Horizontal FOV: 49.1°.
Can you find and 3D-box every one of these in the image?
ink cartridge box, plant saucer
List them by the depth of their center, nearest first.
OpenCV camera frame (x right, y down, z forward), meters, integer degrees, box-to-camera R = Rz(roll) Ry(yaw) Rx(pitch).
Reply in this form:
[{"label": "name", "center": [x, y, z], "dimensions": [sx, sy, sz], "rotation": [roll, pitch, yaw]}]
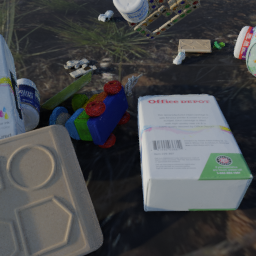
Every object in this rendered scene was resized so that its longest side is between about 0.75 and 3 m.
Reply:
[{"label": "ink cartridge box", "center": [-3.608, -0.453, 6.334], "dimensions": [2.122, 1.206, 2.912], "rotation": [-11, 79, -12]}, {"label": "ink cartridge box", "center": [1.274, 0.435, 6.434], "dimensions": [1.981, 1.193, 2.727], "rotation": [-1, 42, -2]}, {"label": "plant saucer", "center": [-1.750, -1.059, 8.232], "dimensions": [1.809, 0.281, 1.809], "rotation": [-33, 13, 9]}]

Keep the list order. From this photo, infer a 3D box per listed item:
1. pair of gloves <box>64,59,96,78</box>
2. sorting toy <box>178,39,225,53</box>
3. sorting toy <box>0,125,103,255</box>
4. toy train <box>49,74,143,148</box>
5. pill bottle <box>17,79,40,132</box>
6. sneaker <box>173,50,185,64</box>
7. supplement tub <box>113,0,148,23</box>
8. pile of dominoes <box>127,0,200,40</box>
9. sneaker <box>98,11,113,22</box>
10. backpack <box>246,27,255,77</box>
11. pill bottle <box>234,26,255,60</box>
[{"label": "pair of gloves", "center": [-1.790, -2.273, 10.384], "dimensions": [0.976, 0.201, 1.148], "rotation": [-20, 43, -22]}, {"label": "sorting toy", "center": [3.059, -3.340, 11.574], "dimensions": [1.885, 0.277, 1.393], "rotation": [5, 36, 11]}, {"label": "sorting toy", "center": [-2.122, 1.429, 5.175], "dimensions": [2.767, 0.505, 2.562], "rotation": [-16, 73, -21]}, {"label": "toy train", "center": [-0.819, -0.746, 7.971], "dimensions": [1.687, 1.234, 2.915], "rotation": [3, 39, 25]}, {"label": "pill bottle", "center": [-2.996, -0.718, 8.002], "dimensions": [0.915, 0.915, 1.648], "rotation": [-8, 41, -10]}, {"label": "sneaker", "center": [1.988, -2.751, 10.815], "dimensions": [0.312, 0.367, 0.828], "rotation": [20, 44, 20]}, {"label": "supplement tub", "center": [0.078, -2.540, 5.673], "dimensions": [0.615, 0.615, 0.933], "rotation": [8, 9, 10]}, {"label": "pile of dominoes", "center": [1.030, -3.273, 8.131], "dimensions": [1.593, 2.043, 0.325], "rotation": [8, 62, -49]}, {"label": "sneaker", "center": [-1.044, -5.675, 14.304], "dimensions": [0.415, 0.385, 1.024], "rotation": [33, 53, 18]}, {"label": "backpack", "center": [5.105, -2.257, 8.629], "dimensions": [2.720, 2.414, 2.048], "rotation": [22, 75, 22]}, {"label": "pill bottle", "center": [5.199, -2.993, 10.443], "dimensions": [2.152, 1.210, 1.210], "rotation": [20, 44, 22]}]
